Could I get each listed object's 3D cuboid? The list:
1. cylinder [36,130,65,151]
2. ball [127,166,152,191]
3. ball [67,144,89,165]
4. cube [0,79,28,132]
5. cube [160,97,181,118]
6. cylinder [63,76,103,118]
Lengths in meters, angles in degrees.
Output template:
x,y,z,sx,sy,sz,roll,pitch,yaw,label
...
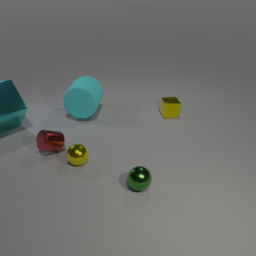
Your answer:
x,y,z,sx,sy,sz,roll,pitch,yaw,label
-2.650,0.435,9.574,0.700,0.700,0.700,8,16,-47,cylinder
0.331,1.436,8.006,0.700,0.700,0.700,0,29,0,ball
-1.631,0.857,9.057,0.700,0.700,0.700,0,29,0,ball
-4.899,-0.768,10.632,1.400,1.400,1.400,-26,78,-40,cube
1.831,-0.890,12.143,0.700,0.700,0.700,-3,30,-9,cube
-1.871,-1.322,11.903,1.400,1.400,1.400,3,29,6,cylinder
